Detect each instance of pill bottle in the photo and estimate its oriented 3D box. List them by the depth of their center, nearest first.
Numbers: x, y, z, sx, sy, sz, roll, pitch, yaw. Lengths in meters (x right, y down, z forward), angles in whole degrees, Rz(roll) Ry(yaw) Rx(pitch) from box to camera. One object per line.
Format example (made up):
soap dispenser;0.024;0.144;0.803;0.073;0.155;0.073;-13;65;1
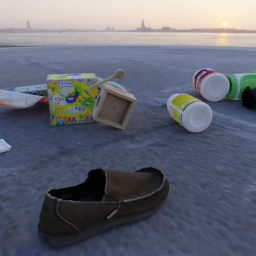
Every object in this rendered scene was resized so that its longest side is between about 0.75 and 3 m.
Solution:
pill bottle;2.045;-0.614;9.762;1.028;1.028;1.828;-5;21;-13
pill bottle;3.878;-2.161;13.499;1.293;1.293;2.289;-1;20;-1

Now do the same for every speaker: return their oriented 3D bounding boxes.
speaker;5.990;-1.930;12.989;2.802;1.239;1.239;-2;21;-4

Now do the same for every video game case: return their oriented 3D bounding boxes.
video game case;-3.118;-1.503;11.725;2.583;0.230;1.849;-4;-5;13

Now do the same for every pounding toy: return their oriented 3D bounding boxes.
pounding toy;-0.567;-1.116;9.285;1.597;1.818;0.832;19;16;-17

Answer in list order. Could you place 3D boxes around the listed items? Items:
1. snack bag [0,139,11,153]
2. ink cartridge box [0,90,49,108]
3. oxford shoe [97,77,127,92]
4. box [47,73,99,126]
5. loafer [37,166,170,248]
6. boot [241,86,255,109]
snack bag;-4.180;0.534;7.988;1.262;0.143;1.339;-17;26;-37
ink cartridge box;-3.867;-0.973;11.091;2.294;0.575;1.860;10;-3;-22
oxford shoe;-0.947;-1.980;14.092;2.101;0.790;0.607;22;71;29
box;-1.967;-1.066;10.098;1.697;1.635;1.035;-4;21;-12
loafer;-0.286;1.187;5.080;2.709;0.966;0.989;-16;26;-36
boot;6.100;-1.141;11.220;2.263;1.022;2.762;-2;16;-6
